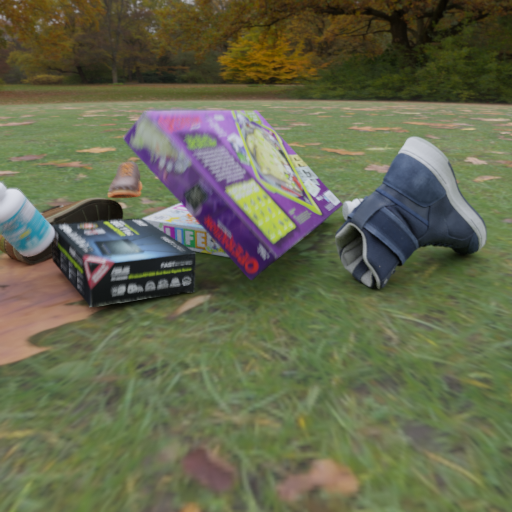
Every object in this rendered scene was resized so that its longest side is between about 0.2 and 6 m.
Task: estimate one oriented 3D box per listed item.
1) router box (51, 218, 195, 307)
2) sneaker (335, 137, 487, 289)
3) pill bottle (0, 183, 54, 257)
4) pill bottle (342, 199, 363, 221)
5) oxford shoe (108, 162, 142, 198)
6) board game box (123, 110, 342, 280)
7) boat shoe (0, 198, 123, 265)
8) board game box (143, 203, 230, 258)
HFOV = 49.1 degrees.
[{"bbox_3d":[-2.309,0.020,9.527,1.739,0.721,2.321,-6,21,-33],"label":"router box"},{"bbox_3d":[2.759,-0.277,10.034,3.263,2.358,1.241,37,0,-43],"label":"sneaker"},{"bbox_3d":[-3.949,-0.612,9.200,0.685,1.236,0.685,-16,44,16],"label":"pill bottle"},{"bbox_3d":[2.554,-1.081,13.187,0.944,0.549,0.549,-4,20,-10],"label":"pill bottle"},{"bbox_3d":[-2.853,-1.657,12.120,0.684,0.699,1.918,-3,16,-9],"label":"oxford shoe"},{"bbox_3d":[-0.044,-1.508,10.808,0.825,3.067,5.110,-39,-2,24],"label":"board game box"},{"bbox_3d":[-3.930,-0.656,11.379,0.909,0.962,2.673,14,24,31],"label":"boat shoe"},{"bbox_3d":[-0.720,-0.834,12.461,2.136,0.544,3.177,9,22,24],"label":"board game box"}]
